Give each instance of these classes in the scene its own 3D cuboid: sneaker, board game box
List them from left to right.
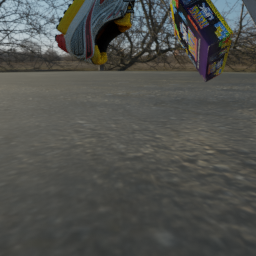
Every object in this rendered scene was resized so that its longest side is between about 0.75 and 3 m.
[{"bbox_3d":[-0.180,-2.221,4.874,1.028,2.503,0.974,36,13,13],"label":"sneaker"},{"bbox_3d":[2.127,-2.860,8.491,0.752,2.193,2.653,-28,-16,6],"label":"board game box"}]

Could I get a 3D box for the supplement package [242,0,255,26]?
[{"bbox_3d":[2.848,-2.789,5.356,1.141,1.155,1.905,-26,23,36],"label":"supplement package"}]
